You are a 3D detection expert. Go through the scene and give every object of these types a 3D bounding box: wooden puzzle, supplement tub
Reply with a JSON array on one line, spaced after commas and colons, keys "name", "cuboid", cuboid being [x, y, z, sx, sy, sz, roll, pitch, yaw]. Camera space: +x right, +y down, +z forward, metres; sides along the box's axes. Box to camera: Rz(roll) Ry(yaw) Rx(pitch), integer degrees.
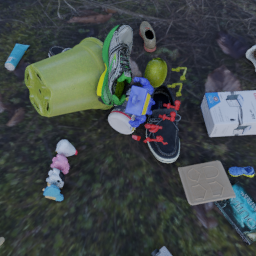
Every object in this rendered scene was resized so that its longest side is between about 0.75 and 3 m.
[{"name": "wooden puzzle", "cuboid": [2.340, 1.672, 8.484, 1.417, 0.328, 1.313, -8, 47, -3]}, {"name": "supplement tub", "cuboid": [0.044, -0.588, 9.696, 0.995, 0.995, 1.418, 23, 60, 15]}]

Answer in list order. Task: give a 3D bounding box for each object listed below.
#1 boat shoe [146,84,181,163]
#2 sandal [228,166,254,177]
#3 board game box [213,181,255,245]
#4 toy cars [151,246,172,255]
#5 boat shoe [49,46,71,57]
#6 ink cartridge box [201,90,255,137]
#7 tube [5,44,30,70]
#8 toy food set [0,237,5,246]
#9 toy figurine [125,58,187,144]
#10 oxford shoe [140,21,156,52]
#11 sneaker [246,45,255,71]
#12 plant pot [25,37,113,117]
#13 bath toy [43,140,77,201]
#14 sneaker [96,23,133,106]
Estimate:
[{"name": "boat shoe", "cuboid": [1.186, -0.246, 9.523, 1.115, 0.930, 2.989, 1, 58, -1]}, {"name": "sandal", "cuboid": [3.587, 1.337, 8.802, 0.827, 0.360, 0.329, 0, 58, 2]}, {"name": "board game box", "cuboid": [3.337, 2.442, 8.144, 1.033, 0.215, 1.527, -27, 60, -17]}, {"name": "toy cars", "cuboid": [0.470, 4.202, 6.785, 1.164, 0.575, 2.596, 15, 54, 0]}, {"name": "boat shoe", "cuboid": [-2.214, -2.762, 11.264, 2.662, 0.803, 0.983, 37, 64, 22]}, {"name": "ink cartridge box", "cuboid": [3.688, -0.512, 9.756, 1.932, 0.830, 1.415, -4, 56, -1]}, {"name": "tube", "cuboid": [-4.684, -3.062, 11.761, 0.598, 0.389, 1.543, 11, 52, -2]}, {"name": "toy food set", "cuboid": [-4.513, 3.058, 7.676, 2.208, 0.443, 1.524, 28, 53, 24]}, {"name": "toy figurine", "cuboid": [0.609, -0.829, 7.741, 1.351, 1.535, 2.562, 18, 93, 24]}, {"name": "oxford shoe", "cuboid": [0.914, -4.189, 12.288, 0.649, 0.689, 1.843, -9, 57, -6]}, {"name": "sneaker", "cuboid": [5.738, -2.345, 10.853, 1.081, 1.068, 2.723, -19, 47, -18]}, {"name": "plant pot", "cuboid": [-1.910, -1.453, 9.054, 2.296, 2.497, 2.497, -25, 58, -35]}, {"name": "bath toy", "cuboid": [-2.056, 1.253, 8.671, 0.694, 0.816, 1.877, 29, 49, -26]}, {"name": "sneaker", "cuboid": [-0.177, -1.782, 8.098, 0.932, 2.388, 1.017, 0, 14, -39]}]
